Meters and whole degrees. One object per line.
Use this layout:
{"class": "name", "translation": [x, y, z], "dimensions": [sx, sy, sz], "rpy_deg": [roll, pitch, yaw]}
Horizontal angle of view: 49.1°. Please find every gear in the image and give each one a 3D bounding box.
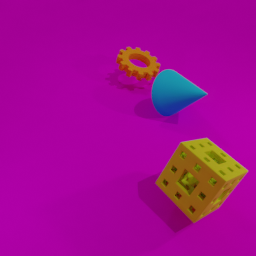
{"class": "gear", "translation": [0.392, -2.447, 10.606], "dimensions": [1.644, 0.304, 1.644], "rpy_deg": [11, 47, -12]}

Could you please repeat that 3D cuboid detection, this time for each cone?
{"class": "cone", "translation": [1.806, -1.059, 8.630], "dimensions": [1.537, 1.537, 1.543], "rpy_deg": [-32, 25, -31]}

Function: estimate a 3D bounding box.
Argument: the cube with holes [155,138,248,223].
{"class": "cube with holes", "translation": [1.643, 1.109, 6.319], "dimensions": [1.210, 1.210, 1.210], "rpy_deg": [-4, 39, -48]}
